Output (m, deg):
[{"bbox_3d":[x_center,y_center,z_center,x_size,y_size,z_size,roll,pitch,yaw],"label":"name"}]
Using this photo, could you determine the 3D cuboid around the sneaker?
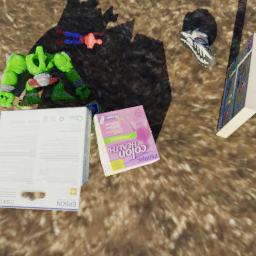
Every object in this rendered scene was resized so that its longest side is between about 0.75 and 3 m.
[{"bbox_3d":[2.467,-2.774,9.332,0.766,0.706,1.916,-23,53,-3],"label":"sneaker"}]

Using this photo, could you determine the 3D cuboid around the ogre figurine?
[{"bbox_3d":[-2.500,-1.494,8.313,2.583,1.267,1.548,-8,88,-3],"label":"ogre figurine"}]

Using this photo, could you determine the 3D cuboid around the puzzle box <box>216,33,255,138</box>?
[{"bbox_3d":[3.251,-1.197,8.128,0.333,1.745,2.623,19,64,0],"label":"puzzle box"}]

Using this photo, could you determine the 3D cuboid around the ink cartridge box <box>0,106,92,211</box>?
[{"bbox_3d":[-2.174,0.739,7.056,2.447,0.540,2.492,-1,78,14],"label":"ink cartridge box"}]

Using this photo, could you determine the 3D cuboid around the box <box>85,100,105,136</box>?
[{"bbox_3d":[-1.564,0.022,8.099,1.936,0.678,0.623,-31,60,-16],"label":"box"}]

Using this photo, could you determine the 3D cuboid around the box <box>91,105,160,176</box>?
[{"bbox_3d":[-0.103,0.323,7.397,1.344,0.738,1.527,-12,78,-22],"label":"box"}]

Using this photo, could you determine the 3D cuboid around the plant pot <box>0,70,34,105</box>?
[{"bbox_3d":[-3.369,-1.207,8.651,0.989,0.989,0.858,-12,72,-6],"label":"plant pot"}]

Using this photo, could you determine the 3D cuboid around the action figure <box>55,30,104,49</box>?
[{"bbox_3d":[-1.570,-3.102,9.788,1.745,0.569,0.863,15,19,23],"label":"action figure"}]
